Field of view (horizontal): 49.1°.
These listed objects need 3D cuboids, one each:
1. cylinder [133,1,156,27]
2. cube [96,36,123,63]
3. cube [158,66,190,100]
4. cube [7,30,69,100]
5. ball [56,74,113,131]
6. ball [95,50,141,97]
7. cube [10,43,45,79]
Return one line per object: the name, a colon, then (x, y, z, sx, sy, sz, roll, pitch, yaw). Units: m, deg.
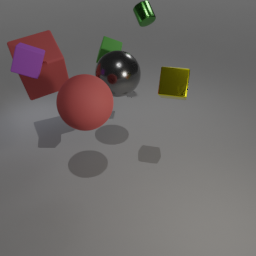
cylinder: (0.642, -4.456, 10.945, 0.700, 0.700, 0.700, -22, -6, -2)
cube: (-0.657, -2.657, 9.871, 0.700, 0.700, 0.700, 16, 53, -12)
cube: (1.175, -1.117, 7.107, 0.700, 0.700, 0.700, 8, 2, 11)
cube: (-2.843, -2.020, 9.068, 1.400, 1.400, 1.400, -22, 62, -14)
ball: (-1.062, -0.630, 6.973, 1.400, 1.400, 1.400, 0, 31, 0)
ball: (-0.307, -1.653, 8.577, 1.400, 1.400, 1.400, 0, 31, 0)
cube: (-2.686, -1.821, 7.559, 0.700, 0.700, 0.700, 14, 19, -18)
